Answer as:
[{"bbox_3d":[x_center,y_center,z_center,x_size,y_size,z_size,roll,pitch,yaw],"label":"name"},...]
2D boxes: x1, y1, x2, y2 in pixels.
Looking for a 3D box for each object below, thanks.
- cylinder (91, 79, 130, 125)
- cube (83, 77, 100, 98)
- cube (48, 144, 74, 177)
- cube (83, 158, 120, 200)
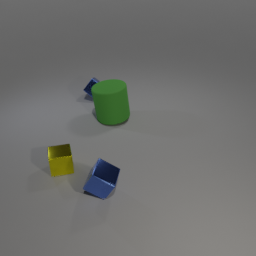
[{"bbox_3d":[-0.678,-1.064,11.331,1.400,1.400,1.400,-6,32,4],"label":"cylinder"},{"bbox_3d":[-1.560,-1.868,13.107,0.700,0.700,0.700,38,14,-8],"label":"cube"},{"bbox_3d":[-2.104,1.003,8.770,0.700,0.700,0.700,-8,32,-14],"label":"cube"},{"bbox_3d":[-0.728,1.417,7.802,0.700,0.700,0.700,29,37,-9],"label":"cube"}]
